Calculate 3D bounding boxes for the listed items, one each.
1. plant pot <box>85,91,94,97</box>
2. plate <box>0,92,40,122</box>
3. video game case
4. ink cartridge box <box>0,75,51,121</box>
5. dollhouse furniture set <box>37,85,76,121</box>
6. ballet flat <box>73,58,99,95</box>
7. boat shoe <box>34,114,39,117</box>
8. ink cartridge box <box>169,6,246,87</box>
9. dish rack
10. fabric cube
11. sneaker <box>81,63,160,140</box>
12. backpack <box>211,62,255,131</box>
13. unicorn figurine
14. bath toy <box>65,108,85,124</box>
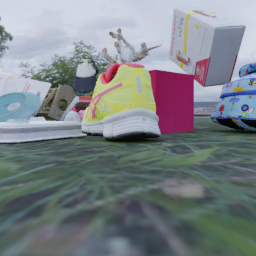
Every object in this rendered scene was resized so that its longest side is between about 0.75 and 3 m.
[{"bbox_3d":[-0.729,-1.237,13.194,2.282,2.216,2.231,-13,10,-35],"label":"plant pot"},{"bbox_3d":[-3.388,-0.592,7.885,1.784,0.228,1.784,-7,39,5],"label":"plate"},{"bbox_3d":[-0.845,-0.579,10.226,2.844,0.248,2.033,-2,-20,-30],"label":"video game case"},{"bbox_3d":[-3.696,-0.877,9.029,2.420,1.417,0.815,10,-32,11],"label":"ink cartridge box"},{"bbox_3d":[-4.034,-1.338,11.589,2.742,1.524,2.425,3,-20,41],"label":"dollhouse furniture set"},{"bbox_3d":[-1.599,-2.082,10.582,0.959,0.959,2.624,0,27,-1],"label":"ballet flat"},{"bbox_3d":[-3.505,-0.285,9.820,0.558,0.478,1.524,5,5,-2],"label":"boat shoe"},{"bbox_3d":[2.707,-3.099,10.371,1.208,2.102,2.896,-10,36,-16],"label":"ink cartridge box"},{"bbox_3d":[-1.768,0.000,5.014,1.485,0.377,1.731,3,5,33],"label":"dish rack"},{"bbox_3d":[0.686,-0.605,6.888,1.396,1.391,1.369,-2,3,-37],"label":"fabric cube"},{"bbox_3d":[-0.197,-0.508,5.374,1.158,1.338,2.964,-3,2,-22],"label":"sneaker"},{"bbox_3d":[3.350,-0.752,6.631,2.575,1.732,2.350,-2,4,-12],"label":"backpack"},{"bbox_3d":[-0.034,-2.864,10.719,0.978,2.647,1.818,6,-31,43],"label":"unicorn figurine"},{"bbox_3d":[-1.065,-0.249,7.638,0.714,0.607,1.642,2,4,38],"label":"bath toy"}]
